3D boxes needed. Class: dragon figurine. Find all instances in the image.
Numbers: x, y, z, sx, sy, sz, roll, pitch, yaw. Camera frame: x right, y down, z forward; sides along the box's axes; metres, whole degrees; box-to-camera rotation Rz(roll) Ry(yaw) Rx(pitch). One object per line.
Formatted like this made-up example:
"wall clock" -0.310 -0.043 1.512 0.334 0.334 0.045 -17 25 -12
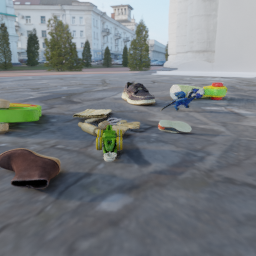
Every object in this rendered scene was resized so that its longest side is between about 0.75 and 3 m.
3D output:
"dragon figurine" 2.003 -1.091 10.719 1.618 0.804 0.476 -9 55 -2

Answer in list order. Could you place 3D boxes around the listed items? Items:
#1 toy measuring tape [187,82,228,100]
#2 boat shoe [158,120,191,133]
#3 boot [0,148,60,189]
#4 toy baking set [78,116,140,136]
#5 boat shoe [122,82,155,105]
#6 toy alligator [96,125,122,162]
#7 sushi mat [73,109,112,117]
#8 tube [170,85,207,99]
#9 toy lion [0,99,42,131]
"toy measuring tape" 4.044 -1.749 13.680 2.491 0.916 0.916 -11 18 -31
"boat shoe" 1.277 -0.006 7.683 0.892 0.279 0.317 9 54 5
"boot" -1.750 0.674 4.642 1.171 0.424 0.974 3 12 0
"toy baking set" -0.586 -0.060 8.122 1.607 0.244 2.093 -8 16 -40
"boat shoe" 0.413 -1.647 13.017 1.012 0.912 2.814 -5 15 -18
"toy alligator" -0.397 0.406 5.907 0.558 0.404 1.683 -1 22 -1
"sushi mat" -1.158 -0.521 9.631 1.023 0.129 2.138 0 7 2
"tube" 3.406 -1.802 14.324 2.873 0.746 0.834 -6 59 -37
"toy lion" -3.831 -0.545 8.990 2.690 0.924 2.578 9 8 35
